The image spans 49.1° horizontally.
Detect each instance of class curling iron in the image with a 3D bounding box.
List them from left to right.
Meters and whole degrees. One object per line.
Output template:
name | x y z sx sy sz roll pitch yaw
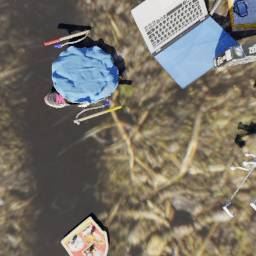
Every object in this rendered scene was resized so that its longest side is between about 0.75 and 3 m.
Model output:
curling iron | 3.180 -4.379 8.971 0.226 0.439 1.771 34 92 27

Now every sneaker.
sneaker | -1.879 -0.911 8.573 1.395 0.610 0.515 3 86 0

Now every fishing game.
fishing game | -1.299 -1.651 8.646 2.064 0.448 2.883 -24 78 -15

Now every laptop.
laptop | 1.748 -2.936 8.294 2.279 1.411 2.434 -36 127 -3

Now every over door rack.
over door rack | 3.204 1.273 7.314 0.656 1.455 1.970 32 69 3

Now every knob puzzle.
knob puzzle | -1.182 3.581 8.433 1.461 0.203 1.461 0 85 0

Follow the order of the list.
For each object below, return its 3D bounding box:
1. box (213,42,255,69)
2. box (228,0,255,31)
box | 3.168 -1.998 7.636 1.263 1.576 0.343 -12 93 2
box | 3.708 -3.851 8.975 0.842 0.293 1.415 -5 83 0
